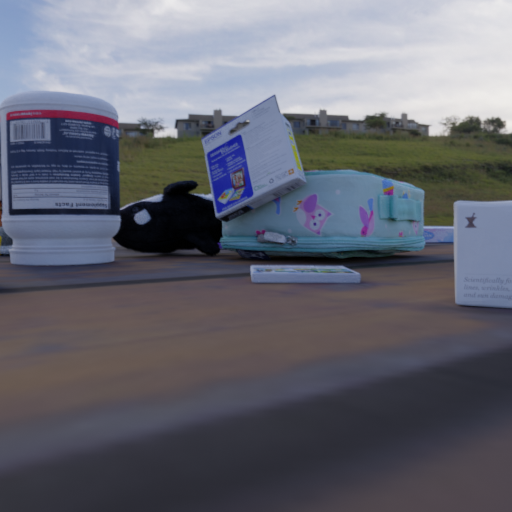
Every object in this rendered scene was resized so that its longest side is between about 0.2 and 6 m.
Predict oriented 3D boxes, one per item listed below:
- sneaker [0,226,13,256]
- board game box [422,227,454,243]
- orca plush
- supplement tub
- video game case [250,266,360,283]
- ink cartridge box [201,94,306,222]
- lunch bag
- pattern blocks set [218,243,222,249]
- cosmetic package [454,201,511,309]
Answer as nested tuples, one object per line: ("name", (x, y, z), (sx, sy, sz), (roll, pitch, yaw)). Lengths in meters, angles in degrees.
("sneaker", (-3.746, -0.359, 8.969), (1.885, 0.747, 0.697), (1, 5, 39))
("board game box", (5.184, -0.626, 16.248), (2.048, 0.444, 2.038), (0, 3, -2))
("orca plush", (-0.859, -0.265, 9.178), (2.974, 1.057, 1.565), (9, -49, -44))
("supplement tub", (-2.544, -0.964, 7.347), (1.480, 2.109, 1.480), (0, 3, 0))
("video game case", (0.418, 0.169, 5.192), (0.936, 0.103, 0.853), (1, 3, -1))
("ink cartridge box", (-0.069, -1.245, 7.273), (1.253, 1.268, 0.298), (-24, -28, 27))
("lunch bag", (1.104, -0.568, 8.361), (2.537, 1.219, 3.164), (5, 6, 33))
("pattern blocks set", (-1.999, -0.283, 11.612), (2.638, 0.214, 2.319), (4, 2, 2))
("cosmetic package", (1.969, -0.047, 3.971), (0.953, 0.686, 1.690), (1, 5, 27))
